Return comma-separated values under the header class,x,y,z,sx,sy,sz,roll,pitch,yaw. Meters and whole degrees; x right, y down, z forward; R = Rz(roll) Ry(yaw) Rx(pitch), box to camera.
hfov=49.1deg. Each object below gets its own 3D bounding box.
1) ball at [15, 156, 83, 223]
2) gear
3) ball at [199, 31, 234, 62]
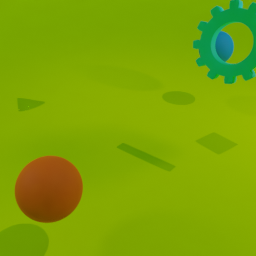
class,x,y,z,sx,sy,sz,roll,pitch,yaw
ball,-1.229,0.950,4.402,1.030,1.030,1.030,0,34,0
gear,2.152,-1.729,5.731,1.595,1.595,0.295,22,26,29
ball,2.950,-2.676,9.395,1.122,1.122,1.122,0,34,0
